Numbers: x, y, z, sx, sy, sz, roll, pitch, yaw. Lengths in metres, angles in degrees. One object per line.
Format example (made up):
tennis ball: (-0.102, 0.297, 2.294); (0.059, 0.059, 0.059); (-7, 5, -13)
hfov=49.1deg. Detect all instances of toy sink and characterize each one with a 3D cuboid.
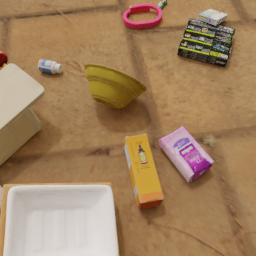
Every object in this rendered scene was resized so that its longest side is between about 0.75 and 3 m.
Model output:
toy sink: (-4.089, -0.403, 9.266); (1.840, 1.581, 2.822); (36, 71, 19)

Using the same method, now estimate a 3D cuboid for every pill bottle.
pill bottle: (-3.065, -2.407, 11.055); (0.850, 0.477, 0.477); (13, 61, 6)

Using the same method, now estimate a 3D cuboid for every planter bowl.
planter bowl: (-0.585, -1.278, 9.659); (2.274, 2.274, 0.947); (19, 85, 11)

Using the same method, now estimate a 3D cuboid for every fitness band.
fitness band: (0.660, -5.077, 12.691); (1.786, 0.334, 1.282); (-10, 61, -5)

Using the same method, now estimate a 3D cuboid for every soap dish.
soap dish: (-1.714, 2.556, 7.103); (2.845, 1.156, 2.238); (4, 60, -22)

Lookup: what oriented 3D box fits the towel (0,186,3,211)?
towel: (-4.601, 1.668, 8.029); (2.381, 1.578, 0.411); (35, 107, 8)

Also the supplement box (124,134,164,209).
supplement box: (0.445, 1.314, 8.742); (0.737, 0.762, 2.216); (-8, 61, -9)

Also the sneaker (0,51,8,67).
sneaker: (-6.176, -2.688, 10.926); (2.619, 1.026, 1.513); (-26, 65, -16)

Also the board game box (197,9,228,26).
board game box: (3.732, -4.899, 12.337); (0.894, 0.228, 1.330); (29, 43, 22)

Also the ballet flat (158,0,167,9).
ballet flat: (1.591, -5.863, 13.167); (0.273, 0.285, 0.810); (30, 64, 19)

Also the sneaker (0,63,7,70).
sneaker: (-4.539, -1.968, 10.858); (1.308, 0.458, 0.589); (35, 75, 21)

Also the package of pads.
package of pads: (1.856, 0.827, 9.090); (1.001, 0.629, 1.662); (-30, 64, -13)

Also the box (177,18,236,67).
box: (3.310, -3.628, 11.766); (2.064, 0.490, 1.993); (17, 63, 9)
